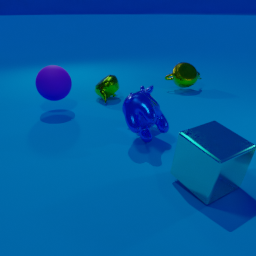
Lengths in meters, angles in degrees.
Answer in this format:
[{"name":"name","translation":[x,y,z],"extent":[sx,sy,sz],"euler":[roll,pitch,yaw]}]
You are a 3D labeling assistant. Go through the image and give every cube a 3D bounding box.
[{"name":"cube","translation":[1.488,0.580,5.035],"extent":[0.957,0.957,0.957],"euler":[-16,39,-31]}]

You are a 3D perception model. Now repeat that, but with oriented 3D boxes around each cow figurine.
[{"name":"cow figurine","translation":[0.332,-0.515,6.949],"extent":[0.946,1.724,1.697],"euler":[-31,61,14]}]

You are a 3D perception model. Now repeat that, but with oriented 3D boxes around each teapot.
[{"name":"teapot","translation":[2.214,-2.001,10.879],"extent":[1.642,1.021,0.804],"euler":[-5,-19,-13]},{"name":"teapot","translation":[-0.701,-1.378,9.865],"extent":[0.926,0.729,1.489],"euler":[-28,21,30]}]

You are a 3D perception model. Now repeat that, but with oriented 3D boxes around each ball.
[{"name":"ball","translation":[-2.260,-1.363,8.537],"extent":[1.071,1.071,1.071],"euler":[0,24,0]}]
